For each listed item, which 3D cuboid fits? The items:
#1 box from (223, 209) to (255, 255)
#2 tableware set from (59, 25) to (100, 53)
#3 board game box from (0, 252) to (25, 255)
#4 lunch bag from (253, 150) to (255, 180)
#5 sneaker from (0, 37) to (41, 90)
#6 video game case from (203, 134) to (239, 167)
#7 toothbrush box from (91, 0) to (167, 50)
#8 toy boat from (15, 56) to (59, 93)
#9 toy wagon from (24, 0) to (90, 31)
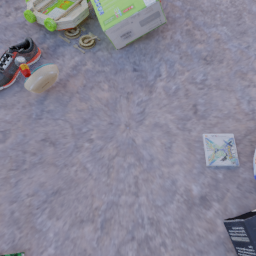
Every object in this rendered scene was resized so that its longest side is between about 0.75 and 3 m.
[{"bbox_3d":[4.020,2.991,6.780,2.298,1.372,2.337,-18,72,-8],"label":"box"},{"bbox_3d":[-1.851,-3.536,10.681,1.437,0.288,0.950,37,70,17],"label":"tableware set"},{"bbox_3d":[-3.794,3.925,7.055,2.280,0.268,1.195,-8,62,-4],"label":"board game box"},{"bbox_3d":[4.330,0.310,7.774,1.437,1.973,2.321,30,66,33],"label":"lunch bag"},{"bbox_3d":[-4.143,-2.327,9.702,0.924,0.982,2.399,33,68,15],"label":"sneaker"},{"bbox_3d":[2.878,0.675,8.714,0.981,0.118,1.077,0,64,0],"label":"video game case"},{"bbox_3d":[-0.169,-4.759,10.390,2.143,1.267,2.944,-27,65,11],"label":"toothbrush box"},{"bbox_3d":[-2.930,-1.752,8.903,1.274,1.516,0.705,-36,73,10],"label":"toy boat"},{"bbox_3d":[-2.999,-4.847,11.042,2.989,0.591,2.319,26,60,19],"label":"toy wagon"}]
